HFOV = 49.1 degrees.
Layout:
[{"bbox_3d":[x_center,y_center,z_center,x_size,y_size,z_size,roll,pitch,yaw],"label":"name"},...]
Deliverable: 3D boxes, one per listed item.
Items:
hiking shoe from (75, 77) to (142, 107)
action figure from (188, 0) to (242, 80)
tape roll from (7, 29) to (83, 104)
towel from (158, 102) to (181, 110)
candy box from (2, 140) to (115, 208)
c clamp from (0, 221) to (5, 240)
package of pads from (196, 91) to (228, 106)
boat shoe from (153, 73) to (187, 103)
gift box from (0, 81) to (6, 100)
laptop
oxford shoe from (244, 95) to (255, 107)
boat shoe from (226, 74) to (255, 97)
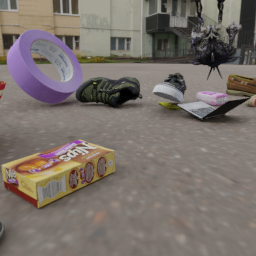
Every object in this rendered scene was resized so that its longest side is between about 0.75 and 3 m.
[{"bbox_3d":[-0.728,-1.293,10.275,2.469,0.935,1.243,-10,32,-1],"label":"hiking shoe"},{"bbox_3d":[2.569,-2.838,8.371,1.574,2.649,1.352,3,38,25],"label":"action figure"},{"bbox_3d":[-3.133,-2.372,10.853,0.915,2.789,2.789,-31,-4,33],"label":"tape roll"},{"bbox_3d":[1.526,-0.822,10.390,0.494,0.104,1.148,2,14,-13],"label":"towel"},{"bbox_3d":[-1.025,0.639,4.419,0.891,0.431,1.527,13,22,38],"label":"candy box"},{"bbox_3d":[-2.287,1.158,3.030,1.739,0.235,1.485,9,13,35],"label":"c clamp"},{"bbox_3d":[3.291,-1.172,11.001,0.668,0.420,1.109,-8,17,-27],"label":"package of pads"},{"bbox_3d":[1.617,-1.446,9.774,1.016,0.963,2.906,19,7,18],"label":"boat shoe"},{"bbox_3d":[-3.890,-0.748,4.931,2.772,2.968,2.739,-1,20,-8],"label":"gift box"},{"bbox_3d":[2.591,-0.794,8.518,1.436,0.889,1.534,-10,35,-43],"label":"laptop"},{"bbox_3d":[4.757,-1.079,10.749,0.409,0.392,1.108,7,17,32],"label":"oxford shoe"},{"bbox_3d":[5.845,-1.891,12.527,2.913,0.990,1.048,11,19,34],"label":"boat shoe"}]
